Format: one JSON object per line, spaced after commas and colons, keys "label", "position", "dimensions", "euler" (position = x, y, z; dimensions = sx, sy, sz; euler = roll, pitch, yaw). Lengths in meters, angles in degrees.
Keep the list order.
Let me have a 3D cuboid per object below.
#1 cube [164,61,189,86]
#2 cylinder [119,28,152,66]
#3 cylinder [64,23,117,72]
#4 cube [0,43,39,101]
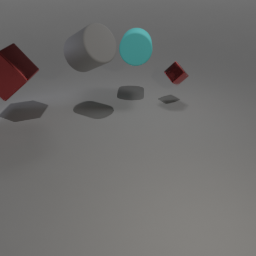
{"label": "cube", "position": [2.180, -2.440, 12.610], "dimensions": [0.700, 0.700, 0.700], "euler": [57, 21, 19]}
{"label": "cylinder", "position": [0.358, -3.587, 12.320], "dimensions": [1.400, 1.400, 1.400], "euler": [2, 27, 3]}
{"label": "cylinder", "position": [-1.368, -2.847, 10.056], "dimensions": [1.400, 1.400, 1.400], "euler": [-27, 13, -40]}
{"label": "cube", "position": [-4.612, -2.179, 10.886], "dimensions": [1.400, 1.400, 1.400], "euler": [-35, 22, 19]}
